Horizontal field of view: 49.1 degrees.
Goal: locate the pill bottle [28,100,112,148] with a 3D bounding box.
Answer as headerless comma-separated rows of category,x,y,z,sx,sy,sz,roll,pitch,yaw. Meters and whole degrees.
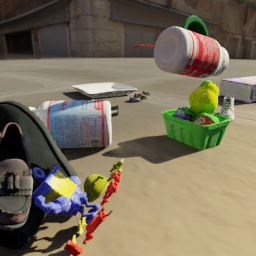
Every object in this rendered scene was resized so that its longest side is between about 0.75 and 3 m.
pill bottle,-1.731,-0.105,7.994,2.485,1.351,1.351,-2,18,-6

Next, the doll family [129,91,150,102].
doll family,0.551,-1.599,14.303,1.145,0.449,0.662,-11,25,-22

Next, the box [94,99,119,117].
box,-1.654,-0.690,11.365,1.646,0.455,2.055,16,24,42

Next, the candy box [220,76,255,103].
candy box,6.755,-2.118,15.039,2.672,0.956,2.242,-8,19,-22

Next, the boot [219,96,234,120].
boot,3.990,-0.837,11.293,0.595,0.773,1.617,4,18,14

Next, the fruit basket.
fruit basket,2.086,-0.485,8.436,1.428,1.980,1.980,-12,21,-33

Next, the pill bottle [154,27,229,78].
pill bottle,1.230,-1.349,5.233,1.397,0.784,0.784,1,14,-38

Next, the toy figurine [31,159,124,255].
toy figurine,-0.903,0.870,4.529,1.237,1.089,2.065,35,18,-6

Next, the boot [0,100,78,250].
boot,-2.026,0.633,4.767,0.893,2.339,1.965,-37,2,21

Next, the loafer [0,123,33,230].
loafer,-1.734,0.555,4.015,0.695,0.609,1.932,14,20,-31

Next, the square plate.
square plate,-1.407,-2.199,16.211,2.928,0.416,2.900,-9,19,-28

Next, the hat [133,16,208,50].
hat,1.544,-2.864,9.334,1.600,1.506,1.818,10,-14,46
